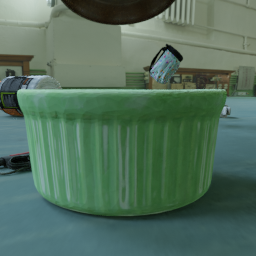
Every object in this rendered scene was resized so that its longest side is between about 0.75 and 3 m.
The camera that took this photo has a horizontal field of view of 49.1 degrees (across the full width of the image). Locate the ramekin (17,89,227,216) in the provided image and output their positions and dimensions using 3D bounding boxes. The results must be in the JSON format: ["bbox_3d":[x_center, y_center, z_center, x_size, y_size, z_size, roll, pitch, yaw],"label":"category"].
[{"bbox_3d":[-0.060,0.103,3.252,2.242,1.095,2.242,0,8,0],"label":"ramekin"}]

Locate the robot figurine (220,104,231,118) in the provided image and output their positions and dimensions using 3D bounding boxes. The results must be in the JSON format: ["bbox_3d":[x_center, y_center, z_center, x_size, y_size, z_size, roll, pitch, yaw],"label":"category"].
[{"bbox_3d":[3.610,-0.693,11.108,0.808,0.538,0.953,2,6,-28],"label":"robot figurine"}]

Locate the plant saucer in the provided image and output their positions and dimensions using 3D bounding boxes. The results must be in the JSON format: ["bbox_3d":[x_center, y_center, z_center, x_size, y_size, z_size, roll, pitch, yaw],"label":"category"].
[{"bbox_3d":[-0.225,-3.478,6.588,2.953,0.540,2.953,-1,-12,0],"label":"plant saucer"}]

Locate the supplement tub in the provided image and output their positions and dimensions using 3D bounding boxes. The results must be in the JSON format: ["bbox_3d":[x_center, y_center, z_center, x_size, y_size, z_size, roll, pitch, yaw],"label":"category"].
[{"bbox_3d":[-4.099,-1.272,11.269,2.669,1.635,1.635,5,9,28],"label":"supplement tub"}]

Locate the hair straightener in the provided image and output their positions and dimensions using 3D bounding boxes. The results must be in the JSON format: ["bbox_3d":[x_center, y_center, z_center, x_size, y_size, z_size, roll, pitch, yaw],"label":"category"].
[{"bbox_3d":[-1.229,0.389,3.985,1.639,0.335,0.631,-4,9,-24],"label":"hair straightener"}]

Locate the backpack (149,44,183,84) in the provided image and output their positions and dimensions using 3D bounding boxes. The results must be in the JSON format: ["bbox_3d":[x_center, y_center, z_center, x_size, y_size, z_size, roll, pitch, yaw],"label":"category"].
[{"bbox_3d":[1.269,-2.081,9.374,0.754,1.190,0.993,45,15,24],"label":"backpack"}]
